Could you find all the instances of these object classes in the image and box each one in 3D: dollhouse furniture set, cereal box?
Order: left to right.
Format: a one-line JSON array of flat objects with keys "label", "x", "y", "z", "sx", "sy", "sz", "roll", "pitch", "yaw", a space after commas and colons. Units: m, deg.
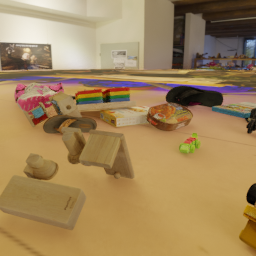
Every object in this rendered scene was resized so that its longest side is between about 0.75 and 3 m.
[{"label": "dollhouse furniture set", "x": -2.882, "y": -0.449, "z": 10.875, "sx": 1.701, "sy": 1.192, "sz": 1.199, "roll": -33, "pitch": 29, "yaw": -20}, {"label": "dollhouse furniture set", "x": -1.077, "y": 1.211, "z": 5.687, "sx": 1.808, "sy": 1.549, "sz": 1.901, "roll": 7, "pitch": 52, "yaw": 18}, {"label": "cereal box", "x": 0.161, "y": -0.532, "z": 11.903, "sx": 2.290, "sy": 0.453, "sz": 1.647, "roll": -8, "pitch": 17, "yaw": -27}]

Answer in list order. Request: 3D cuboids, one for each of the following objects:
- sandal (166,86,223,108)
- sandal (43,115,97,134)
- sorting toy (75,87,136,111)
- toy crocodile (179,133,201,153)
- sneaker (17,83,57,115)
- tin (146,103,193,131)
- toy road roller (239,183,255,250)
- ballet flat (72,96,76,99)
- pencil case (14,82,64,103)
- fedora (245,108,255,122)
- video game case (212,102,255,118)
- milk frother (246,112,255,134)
[{"label": "sandal", "x": 3.442, "y": -1.586, "z": 14.646, "sx": 2.982, "sy": 1.121, "sz": 0.714, "roll": 4, "pitch": 25, "yaw": 13}, {"label": "sandal", "x": -2.040, "y": -0.010, "z": 9.903, "sx": 1.882, "sy": 0.769, "sz": 0.514, "roll": 4, "pitch": 36, "yaw": -11}, {"label": "sorting toy", "x": -1.267, "y": -1.301, "z": 12.808, "sx": 2.589, "sy": 0.906, "sz": 2.604, "roll": -6, "pitch": 4, "yaw": -17}, {"label": "toy crocodile", "x": 1.858, "y": 0.469, "z": 8.387, "sx": 0.424, "sy": 0.388, "sz": 1.257, "roll": 9, "pitch": 18, "yaw": 31}, {"label": "sneaker", "x": -4.464, "y": -1.463, "z": 13.211, "sx": 1.185, "sy": 1.093, "sz": 2.687, "roll": 36, "pitch": 16, "yaw": 3}, {"label": "tin", "x": 1.656, "y": -0.450, "z": 10.987, "sx": 2.224, "sy": 0.466, "sz": 1.245, "roll": -15, "pitch": 40, "yaw": -44}, {"label": "toy road roller", "x": 2.238, "y": 1.499, "z": 4.290, "sx": 1.246, "sy": 0.910, "sz": 0.766, "roll": 35, "pitch": -7, "yaw": -35}, {"label": "ballet flat", "x": -3.297, "y": -1.972, "z": 17.423, "sx": 1.200, "sy": 0.341, "sz": 0.399, "roll": 3, "pitch": 15, "yaw": 10}, {"label": "pencil case", "x": -5.041, "y": -2.042, "z": 16.002, "sx": 2.697, "sy": 1.263, "sz": 1.224, "roll": -2, "pitch": -23, "yaw": -13}, {"label": "fedora", "x": 5.581, "y": -0.527, "z": 11.646, "sx": 1.297, "sy": 0.592, "sz": 1.297, "roll": 0, "pitch": 15, "yaw": 0}, {"label": "video game case", "x": 5.804, "y": -0.923, "z": 13.783, "sx": 2.710, "sy": 0.241, "sz": 1.940, "roll": -9, "pitch": 18, "yaw": -29}, {"label": "milk frother", "x": 5.514, "y": -0.289, "z": 9.775, "sx": 1.983, "sy": 1.903, "sz": 2.108, "roll": 17, "pitch": 65, "yaw": 47}]
